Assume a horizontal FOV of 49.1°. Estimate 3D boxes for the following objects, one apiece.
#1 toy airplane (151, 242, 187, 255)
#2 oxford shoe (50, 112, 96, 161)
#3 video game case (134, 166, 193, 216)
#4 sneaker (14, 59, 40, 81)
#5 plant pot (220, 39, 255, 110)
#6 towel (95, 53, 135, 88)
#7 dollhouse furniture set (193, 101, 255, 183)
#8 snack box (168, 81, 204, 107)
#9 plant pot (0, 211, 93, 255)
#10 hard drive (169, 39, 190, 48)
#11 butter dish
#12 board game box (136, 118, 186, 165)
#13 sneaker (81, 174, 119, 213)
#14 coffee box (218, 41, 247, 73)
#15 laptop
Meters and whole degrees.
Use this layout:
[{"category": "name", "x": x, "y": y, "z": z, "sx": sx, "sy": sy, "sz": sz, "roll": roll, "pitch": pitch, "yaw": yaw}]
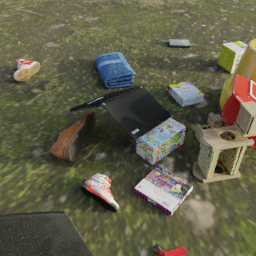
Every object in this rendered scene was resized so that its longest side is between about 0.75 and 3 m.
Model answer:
[{"category": "toy airplane", "x": 0.884, "y": 3.013, "z": 6.098, "sx": 1.151, "sy": 0.212, "sz": 1.151, "roll": 0, "pitch": 39, "yaw": 0}, {"category": "oxford shoe", "x": -1.697, "y": 0.123, "z": 9.050, "sx": 0.854, "sy": 0.855, "sz": 2.397, "roll": 7, "pitch": 31, "yaw": 17}, {"category": "video game case", "x": 0.980, "y": 1.677, "z": 7.725, "sx": 1.219, "sy": 0.218, "sz": 1.105, "roll": 27, "pitch": 46, "yaw": 29}, {"category": "sneaker", "x": -4.862, "y": -2.638, "z": 12.709, "sx": 0.953, "sy": 0.604, "sz": 1.695, "roll": 15, "pitch": 34, "yaw": 12}, {"category": "plant pot", "x": 4.913, "y": -1.727, "z": 10.102, "sx": 2.669, "sy": 2.511, "sz": 2.669, "roll": 1, "pitch": 39, "yaw": -1}, {"category": "towel", "x": -0.651, "y": -2.730, "z": 12.805, "sx": 1.444, "sy": 0.628, "sz": 2.586, "roll": -10, "pitch": 41, "yaw": -11}, {"category": "dollhouse furniture set", "x": 2.439, "y": -0.011, "z": 8.112, "sx": 1.305, "sy": 2.346, "sz": 2.075, "roll": -8, "pitch": 40, "yaw": -9}, {"category": "snack box", "x": 2.336, "y": -1.406, "z": 11.367, "sx": 0.991, "sy": 0.398, "sz": 1.176, "roll": -15, "pitch": 43, "yaw": -18}, {"category": "plant pot", "x": -1.741, "y": 2.979, "z": 4.390, "sx": 2.475, "sy": 2.784, "sz": 2.790, "roll": -16, "pitch": 41, "yaw": -35}, {"category": "hard drive", "x": 2.852, "y": -4.694, "z": 15.565, "sx": 1.106, "sy": 0.182, "sz": 0.772, "roll": 3, "pitch": 39, "yaw": 3}, {"category": "butter dish", "x": 3.700, "y": -0.221, "z": 8.659, "sx": 2.307, "sy": 1.710, "sz": 2.313, "roll": 40, "pitch": 33, "yaw": 1}, {"category": "board game box", "x": 1.044, "y": 0.383, "z": 8.890, "sx": 1.452, "sy": 0.748, "sz": 0.761, "roll": -29, "pitch": 47, "yaw": -31}, {"category": "sneaker", "x": -0.602, "y": 1.687, "z": 7.547, "sx": 1.286, "sy": 0.429, "sz": 0.689, "roll": 24, "pitch": 48, "yaw": 31}, {"category": "coffee box", "x": 5.065, "y": -3.349, "z": 13.213, "sx": 1.050, "sy": 1.060, "sz": 1.062, "roll": -13, "pitch": 41, "yaw": -16}, {"category": "laptop", "x": -0.225, "y": -0.484, "z": 8.866, "sx": 2.333, "sy": 1.205, "sz": 2.067, "roll": -5, "pitch": 17, "yaw": 41}]
